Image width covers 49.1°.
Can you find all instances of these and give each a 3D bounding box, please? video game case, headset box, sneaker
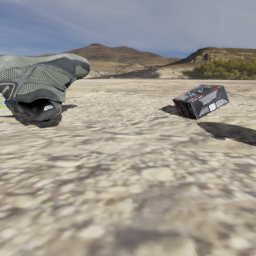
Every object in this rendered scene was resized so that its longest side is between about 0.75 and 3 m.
[{"bbox_3d":[-3.812,-0.909,8.599,1.184,1.077,0.135,-1,24,34],"label":"video game case"},{"bbox_3d":[2.332,-0.918,9.319,1.223,0.635,1.643,-28,17,-7],"label":"headset box"},{"bbox_3d":[-1.860,-1.023,7.176,1.104,1.655,2.889,-38,-8,34],"label":"sneaker"}]
